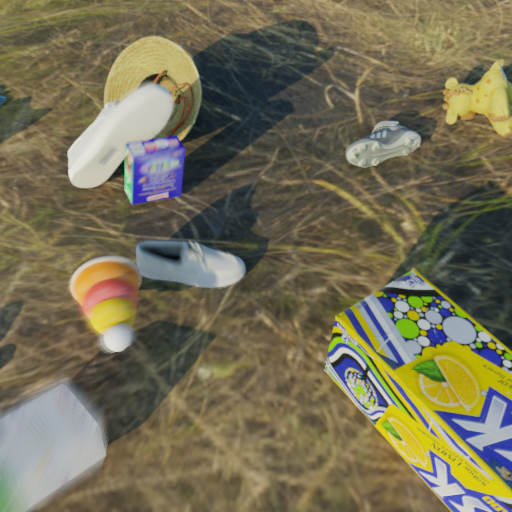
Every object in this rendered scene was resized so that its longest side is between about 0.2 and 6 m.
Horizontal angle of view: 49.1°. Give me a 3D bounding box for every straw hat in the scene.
[{"bbox_3d":[-1.890,-3.201,11.654,2.461,2.461,1.042,30,16,24],"label":"straw hat"}]

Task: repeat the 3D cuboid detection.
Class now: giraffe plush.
[{"bbox_3d":[4.638,-3.244,11.769,1.270,1.566,1.351,-7,46,35],"label":"giraffe plush"}]

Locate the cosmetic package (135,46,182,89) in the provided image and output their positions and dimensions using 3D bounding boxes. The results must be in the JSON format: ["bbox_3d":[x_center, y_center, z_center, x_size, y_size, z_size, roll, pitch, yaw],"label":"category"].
[{"bbox_3d":[-2.162,-3.924,12.296,1.150,1.153,0.709,-2,48,-2],"label":"cosmetic package"}]

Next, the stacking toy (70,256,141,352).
[{"bbox_3d":[-2.017,0.787,7.888,1.021,1.021,1.398,-15,48,-13],"label":"stacking toy"}]

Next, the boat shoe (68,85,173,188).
[{"bbox_3d":[-2.533,-2.284,10.095,0.941,2.612,0.895,4,55,-48],"label":"boat shoe"}]

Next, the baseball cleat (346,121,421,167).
[{"bbox_3d":[2.413,-2.255,11.253,1.755,0.612,0.934,-12,42,-23],"label":"baseball cleat"}]

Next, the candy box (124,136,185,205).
[{"bbox_3d":[-1.810,-1.506,9.940,0.963,1.139,0.439,-14,54,-24],"label":"candy box"}]

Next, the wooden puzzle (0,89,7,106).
[{"bbox_3d":[-6.339,-3.287,12.408,1.120,0.133,1.889,10,49,9],"label":"wooden puzzle"}]

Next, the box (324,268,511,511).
[{"bbox_3d":[2.764,2.174,6.629,1.497,1.374,4.273,-27,53,-23],"label":"box"}]

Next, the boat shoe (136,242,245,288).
[{"bbox_3d":[-1.070,0.052,9.082,1.781,0.585,0.641,8,48,7],"label":"boat shoe"}]

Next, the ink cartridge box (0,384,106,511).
[{"bbox_3d":[-2.684,2.350,6.784,1.379,0.579,0.998,-29,44,-32],"label":"ink cartridge box"}]
